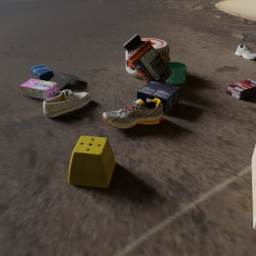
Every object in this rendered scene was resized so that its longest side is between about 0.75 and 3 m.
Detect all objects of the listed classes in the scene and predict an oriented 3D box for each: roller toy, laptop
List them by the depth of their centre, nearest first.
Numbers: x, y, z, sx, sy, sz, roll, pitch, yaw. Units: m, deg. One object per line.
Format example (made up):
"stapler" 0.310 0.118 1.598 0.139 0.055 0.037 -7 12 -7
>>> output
"laptop" -2.448 -1.842 11.290 1.087 0.630 1.018 -47 49 -13
"roller toy" 0.818 -3.042 11.906 1.831 1.402 2.007 9 34 13

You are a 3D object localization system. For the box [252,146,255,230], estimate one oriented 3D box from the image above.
"box" 3.173 1.041 5.858 0.881 1.076 2.267 10 33 17

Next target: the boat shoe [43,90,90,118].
"boat shoe" -2.021 -0.953 9.362 1.789 0.625 0.634 -26 41 -34

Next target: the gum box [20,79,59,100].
"gum box" -3.207 -1.421 10.286 1.228 0.406 0.697 11 36 16

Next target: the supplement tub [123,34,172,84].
"supplement tub" 0.681 -2.492 10.373 1.029 1.925 1.029 -38 14 12

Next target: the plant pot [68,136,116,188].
"plant pot" -0.841 0.721 6.552 0.955 0.842 0.955 6 33 8

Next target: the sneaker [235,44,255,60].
"sneaker" 5.882 -3.771 13.820 0.472 0.574 1.247 -21 38 -28

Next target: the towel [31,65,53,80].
"towel" -3.683 -2.410 11.954 0.668 0.290 1.197 -21 39 -28

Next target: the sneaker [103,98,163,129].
"sneaker" 0.156 -0.518 8.492 1.920 0.789 0.748 -10 35 -17

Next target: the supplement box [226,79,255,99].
"supplement box" 4.307 -1.453 10.401 1.158 0.353 0.630 -19 37 -25

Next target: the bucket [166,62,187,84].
"bucket" 1.910 -2.249 11.387 0.977 0.636 0.977 0 34 0

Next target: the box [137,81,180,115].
"box" 1.036 -1.056 9.542 1.153 0.600 1.050 19 38 26
